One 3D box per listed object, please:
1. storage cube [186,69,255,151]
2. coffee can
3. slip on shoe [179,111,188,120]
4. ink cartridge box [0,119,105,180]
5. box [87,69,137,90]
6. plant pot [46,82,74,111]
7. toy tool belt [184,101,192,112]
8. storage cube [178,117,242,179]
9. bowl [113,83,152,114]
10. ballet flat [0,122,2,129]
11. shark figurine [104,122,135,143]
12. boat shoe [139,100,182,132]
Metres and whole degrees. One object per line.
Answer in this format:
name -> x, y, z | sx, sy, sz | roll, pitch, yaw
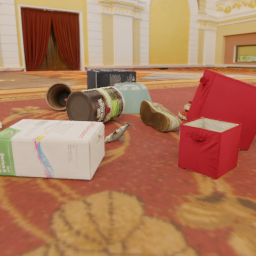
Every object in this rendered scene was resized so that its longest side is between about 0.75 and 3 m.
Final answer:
storage cube -> 3.321, -0.719, 9.630 | 2.267, 2.038, 1.938 | 18, 16, 0
coffee can -> -1.384, -0.951, 12.268 | 1.572, 1.572, 2.148 | 10, 18, 34
slip on shoe -> 3.389, -0.628, 12.876 | 2.168, 0.663, 0.803 | 7, 18, 31
ink cartridge box -> -2.046, 0.516, 7.740 | 2.570, 1.124, 1.867 | 0, 16, 6
box -> -1.161, -3.196, 19.266 | 2.897, 1.551, 2.150 | -7, 18, -24
plant pot -> -3.623, -1.683, 15.620 | 1.549, 1.549, 1.351 | 1, -1, 4
toy tool belt -> 4.232, -1.452, 13.584 | 2.795, 1.717, 1.745 | 9, -1, 32
storage cube -> 2.195, 0.481, 7.600 | 1.204, 1.266, 1.409 | 14, 22, 42
bowl -> 0.063, -1.725, 15.488 | 2.724, 1.425, 2.724 | -1, 16, 0
ballet flat -> -5.571, -0.210, 11.945 | 0.356, 0.356, 1.025 | -9, 17, -31
shark figurine -> -0.202, 0.209, 9.828 | 1.256, 0.524, 0.750 | -35, -2, 23
boat shoe -> 1.292, -0.492, 12.044 | 0.838, 0.980, 2.675 | 1, 23, -25
